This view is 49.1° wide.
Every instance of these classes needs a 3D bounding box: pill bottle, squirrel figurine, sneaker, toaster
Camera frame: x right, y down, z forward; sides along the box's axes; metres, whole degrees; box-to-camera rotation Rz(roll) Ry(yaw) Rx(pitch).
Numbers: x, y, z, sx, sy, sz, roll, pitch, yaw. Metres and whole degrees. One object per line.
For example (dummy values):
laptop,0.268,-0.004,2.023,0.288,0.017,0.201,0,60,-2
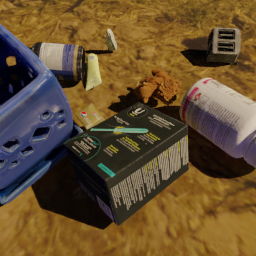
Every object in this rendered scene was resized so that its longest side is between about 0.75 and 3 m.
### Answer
pill bottle,-2.579,-2.266,9.518,2.158,1.207,1.207,3,45,-3
squirrel figurine,0.890,-1.196,8.506,1.330,0.941,1.241,18,26,36
sneaker,-0.731,-3.429,11.004,0.400,0.993,0.379,2,57,15
toaster,3.663,-3.102,10.641,1.265,0.751,1.144,6,77,7
pill bottle,2.760,-0.145,7.435,1.471,1.471,2.595,-27,48,-24

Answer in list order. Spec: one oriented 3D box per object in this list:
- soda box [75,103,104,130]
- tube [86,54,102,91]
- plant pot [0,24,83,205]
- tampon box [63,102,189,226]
soda box,-0.908,-0.145,7.410,0.512,1.511,0.484,-37,81,-6
tube,-1.279,-2.017,10.117,0.443,0.495,1.705,9,45,-20
plant pot,-2.872,-0.177,6.436,2.887,2.596,2.887,-41,55,-10
tampon box,0.034,0.693,6.539,2.267,1.431,1.699,-30,40,-27
